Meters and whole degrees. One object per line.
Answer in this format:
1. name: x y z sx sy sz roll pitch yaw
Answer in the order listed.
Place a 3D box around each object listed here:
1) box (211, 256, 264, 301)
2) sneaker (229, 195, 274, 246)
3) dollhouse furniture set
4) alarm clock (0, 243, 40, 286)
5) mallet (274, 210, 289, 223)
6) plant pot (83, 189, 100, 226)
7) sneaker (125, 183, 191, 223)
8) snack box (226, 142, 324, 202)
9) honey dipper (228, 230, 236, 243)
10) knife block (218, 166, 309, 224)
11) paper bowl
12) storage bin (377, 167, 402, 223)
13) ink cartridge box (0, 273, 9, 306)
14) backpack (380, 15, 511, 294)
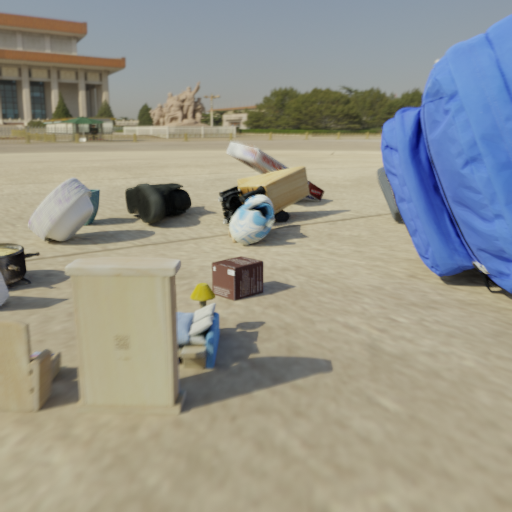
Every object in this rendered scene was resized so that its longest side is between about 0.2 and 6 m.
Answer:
1. box: -0.247 0.296 7.601 0.560 0.460 0.464 -13 18 -43
2. sneaker: 0.093 -0.819 11.295 0.799 0.792 2.205 -32 10 20
3. dollhouse furniture set: -1.281 0.464 5.245 1.766 1.221 1.871 1 13 2
4. alarm clock: -4.051 0.164 7.996 1.639 0.546 1.106 1 14 -3
5. mallet: 0.468 -1.427 14.723 1.117 0.698 3.393 -10 19 -16
6. plant pot: -4.045 -1.100 12.815 0.770 0.784 0.768 1 13 4
7. sneaker: -2.239 -1.377 13.633 1.545 0.890 2.963 -7 12 -25
8. snack box: 0.618 -2.351 15.891 1.144 0.387 3.182 22 0 43
9. honey dipper: -0.475 -0.380 11.221 0.146 0.146 0.771 -1 17 -6
10. knife block: 0.277 -1.379 13.082 2.363 0.756 2.074 -12 19 -6
11. paper bowl: -3.714 -0.815 10.904 0.693 1.333 1.333 42 13 -5
12. storage bin: 3.458 -1.561 12.835 1.036 1.543 1.123 -20 -24 7
13. ink cartridge box: -3.596 0.341 6.931 0.849 0.616 0.354 3 35 9
14. backpack: 3.818 -1.272 7.648 3.894 3.771 4.641 -26 4 22
